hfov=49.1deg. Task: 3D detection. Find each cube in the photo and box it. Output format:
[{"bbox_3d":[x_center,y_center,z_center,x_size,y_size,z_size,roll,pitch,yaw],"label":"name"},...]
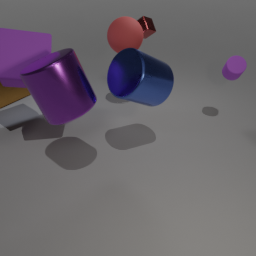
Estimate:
[{"bbox_3d":[-3.062,-2.000,8.404,1.400,1.400,1.400,1,-2,-18],"label":"cube"},{"bbox_3d":[0.769,-4.702,13.126,0.700,0.700,0.700,-23,-9,40],"label":"cube"},{"bbox_3d":[-4.552,-1.716,10.198,1.400,1.400,1.400,-34,35,-32],"label":"cube"}]

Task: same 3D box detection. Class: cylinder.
[{"bbox_3d":[0.360,-1.409,8.024,1.400,1.400,1.400,9,16,-47],"label":"cylinder"},{"bbox_3d":[-1.672,-1.020,6.889,1.400,1.400,1.400,-19,28,11],"label":"cylinder"},{"bbox_3d":[3.879,-2.186,10.253,0.700,0.700,0.700,3,-11,5],"label":"cylinder"}]

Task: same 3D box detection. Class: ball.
[{"bbox_3d":[-0.105,-3.545,10.788,1.400,1.400,1.400,0,29,0],"label":"ball"}]
